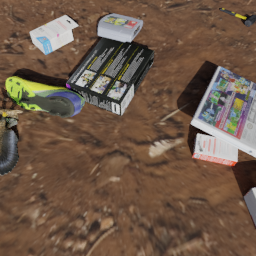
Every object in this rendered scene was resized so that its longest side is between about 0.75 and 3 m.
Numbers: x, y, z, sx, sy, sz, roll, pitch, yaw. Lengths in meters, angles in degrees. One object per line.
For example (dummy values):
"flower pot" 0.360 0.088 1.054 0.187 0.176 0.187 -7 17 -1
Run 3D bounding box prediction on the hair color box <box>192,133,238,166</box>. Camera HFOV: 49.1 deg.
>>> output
"hair color box" 2.559 0.638 8.231 1.208 0.386 0.670 13 60 7

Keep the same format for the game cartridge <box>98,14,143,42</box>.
"game cartridge" -0.324 -3.896 10.758 1.446 0.444 2.172 12 36 8

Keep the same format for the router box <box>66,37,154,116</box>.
"router box" -0.532 -1.930 9.729 2.042 0.699 2.738 22 59 14

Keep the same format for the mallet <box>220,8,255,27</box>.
"mallet" 4.600 -4.729 11.868 1.606 0.330 0.529 28 65 23

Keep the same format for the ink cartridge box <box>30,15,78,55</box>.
"ink cartridge box" -2.825 -3.666 10.960 1.662 0.564 0.957 -36 64 -21

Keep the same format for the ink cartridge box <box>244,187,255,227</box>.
"ink cartridge box" 4.000 2.049 7.124 1.588 0.665 1.146 -7 57 -5

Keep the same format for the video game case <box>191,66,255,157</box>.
"video game case" 3.545 -0.534 8.704 2.534 0.320 2.781 28 55 8

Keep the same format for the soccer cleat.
"soccer cleat" -2.735 -1.055 9.227 2.819 0.912 1.179 19 29 17

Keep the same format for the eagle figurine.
"eagle figurine" -3.942 0.323 8.133 1.451 1.443 1.912 4 83 50
